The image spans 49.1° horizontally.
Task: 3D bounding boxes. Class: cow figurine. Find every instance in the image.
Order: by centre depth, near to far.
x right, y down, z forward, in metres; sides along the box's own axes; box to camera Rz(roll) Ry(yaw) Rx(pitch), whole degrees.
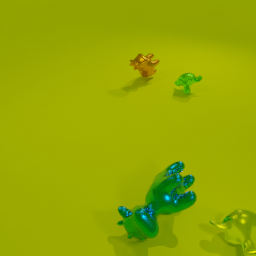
[{"bbox_3d":[0.586,1.482,5.678,1.573,0.878,1.599,-36,5,19],"label":"cow figurine"},{"bbox_3d":[0.619,-2.441,11.140,1.295,1.316,0.723,-32,68,-21],"label":"cow figurine"}]

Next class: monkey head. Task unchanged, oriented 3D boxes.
[{"bbox_3d":[2.169,1.919,5.266,1.153,0.695,0.829,-13,10,7],"label":"monkey head"},{"bbox_3d":[2.232,-1.684,10.547,1.085,0.780,0.654,-9,3,28],"label":"monkey head"}]
